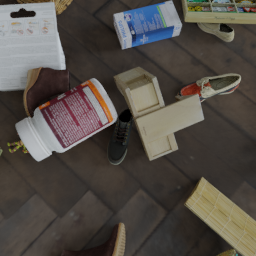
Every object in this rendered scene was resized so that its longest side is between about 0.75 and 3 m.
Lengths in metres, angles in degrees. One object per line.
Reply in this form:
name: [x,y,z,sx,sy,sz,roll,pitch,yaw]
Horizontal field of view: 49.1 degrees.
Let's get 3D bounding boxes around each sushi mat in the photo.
sushi mat: [2.930,2.689,8.292,2.546,0.154,1.218,40,52,11]

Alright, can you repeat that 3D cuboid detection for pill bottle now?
pill bottle: [-1.866,-0.236,8.674,2.760,1.576,1.576,-30,75,-10]

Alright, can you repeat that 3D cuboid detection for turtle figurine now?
turtle figurine: [-3.535,0.474,9.141,0.718,0.287,0.891,-23,82,1]

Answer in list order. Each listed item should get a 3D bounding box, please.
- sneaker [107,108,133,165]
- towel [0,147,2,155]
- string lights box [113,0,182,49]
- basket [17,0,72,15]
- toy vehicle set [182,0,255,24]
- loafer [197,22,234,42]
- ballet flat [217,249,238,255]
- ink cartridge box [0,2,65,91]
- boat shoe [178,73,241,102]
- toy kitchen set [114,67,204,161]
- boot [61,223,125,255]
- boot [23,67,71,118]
sneaker: [-0.273,0.247,8.871,0.653,0.928,1.746,13,73,4]
towel: [-5.517,1.178,8.806,2.714,0.495,2.014,12,72,4]
string lights box: [0.694,-3.795,10.296,2.240,0.661,1.151,-15,73,-5]
basket: [-3.305,-5.264,10.759,2.182,1.625,1.557,29,107,8]
toy vehicle set: [3.448,-4.553,10.408,2.791,0.370,1.734,1,53,0]
loafer: [3.278,-3.778,10.360,1.533,0.523,0.580,30,72,7]
ballet flat: [2.048,4.380,7.630,0.954,0.954,2.700,30,75,9]
ink cartridge box: [-3.298,-2.644,9.395,2.188,0.768,2.692,-3,95,0]
boat shoe: [2.753,-1.383,9.535,2.132,0.667,0.759,-12,75,-2]
toy kitchen set: [1.011,-0.740,9.221,2.001,2.212,2.452,-22,113,-4]
boot: [-1.064,3.598,7.927,1.736,0.755,2.087,5,55,16]
boot: [-2.554,-1.136,8.942,1.369,0.595,1.645,2,88,2]
